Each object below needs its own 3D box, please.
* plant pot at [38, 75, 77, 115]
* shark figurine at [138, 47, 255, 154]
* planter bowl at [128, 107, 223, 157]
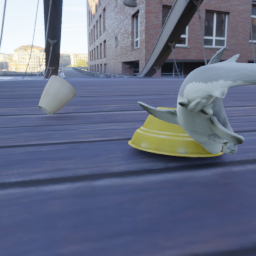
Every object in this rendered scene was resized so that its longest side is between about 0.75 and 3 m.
[{"bbox_3d":[-2.417,-0.985,9.232,1.015,1.083,1.015,27,-20,11],"label":"plant pot"},{"bbox_3d":[1.172,-0.574,3.480,1.777,1.241,2.975,28,-12,6],"label":"shark figurine"},{"bbox_3d":[0.970,-0.002,5.626,1.898,0.791,1.898,3,7,0],"label":"planter bowl"}]
